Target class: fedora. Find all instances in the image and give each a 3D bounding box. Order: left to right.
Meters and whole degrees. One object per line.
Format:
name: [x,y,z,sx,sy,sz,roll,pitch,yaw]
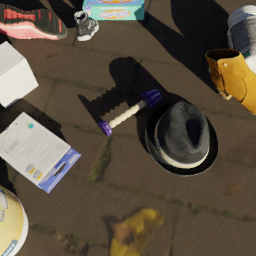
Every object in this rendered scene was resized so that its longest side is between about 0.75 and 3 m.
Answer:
fedora: [1.574,0.103,7.900,2.366,1.081,2.366,0,63,0]

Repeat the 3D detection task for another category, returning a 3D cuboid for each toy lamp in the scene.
toy lamp: [0.111,-0.505,8.509,2.096,0.610,0.610,-34,68,-13]

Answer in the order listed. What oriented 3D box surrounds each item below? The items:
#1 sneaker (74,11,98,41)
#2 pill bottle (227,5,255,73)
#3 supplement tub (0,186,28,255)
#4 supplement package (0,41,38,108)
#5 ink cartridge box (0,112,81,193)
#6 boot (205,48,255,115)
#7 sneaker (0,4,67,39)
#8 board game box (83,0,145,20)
sneaker: [-1.447,-3.718,9.787,0.559,0.842,1.480,2,42,12]
pill bottle: [4.016,-2.825,9.259,1.296,1.296,2.291,1,64,1]
supplement tub: [-3.391,2.045,6.041,1.912,2.643,1.912,-1,63,1]
supplement package: [-3.736,-1.603,8.606,0.996,1.354,1.295,41,70,18]
ink cartridge box: [-2.601,0.690,7.948,2.329,0.489,1.390,32,68,18]
boot: [3.311,-1.312,7.739,0.881,1.792,2.503,-49,43,-13]
sneaker: [-3.455,-3.596,9.890,2.535,1.100,0.934,5,75,-23]
board game box: [-0.513,-5.524,10.964,2.263,0.669,2.975,1,63,0]
